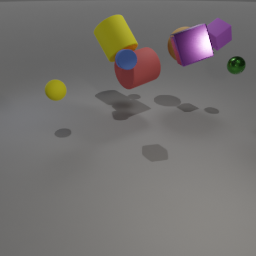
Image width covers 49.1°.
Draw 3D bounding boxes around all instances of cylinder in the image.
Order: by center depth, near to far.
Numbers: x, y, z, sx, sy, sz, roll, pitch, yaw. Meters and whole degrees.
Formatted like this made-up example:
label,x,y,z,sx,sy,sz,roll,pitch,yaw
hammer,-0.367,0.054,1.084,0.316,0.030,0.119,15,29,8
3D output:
label,x,y,z,sx,sy,sz,roll,pitch,yaw
cylinder,-0.073,-2.477,10.114,0.700,0.700,0.700,-5,16,-9
cylinder,0.382,-2.457,11.518,1.400,1.400,1.400,-25,37,-28
cylinder,-0.508,-3.733,11.754,1.400,1.400,1.400,-29,-1,0

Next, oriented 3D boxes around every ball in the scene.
label,x,y,z,sx,sy,sz,roll,pitch,yaw
ball,-2.396,-1.250,9.282,0.700,0.700,0.700,0,28,0
ball,4.233,-2.452,10.963,0.700,0.700,0.700,0,28,0
ball,2.330,-3.421,11.523,1.400,1.400,1.400,0,28,0

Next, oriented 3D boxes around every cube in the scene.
label,x,y,z,sx,sy,sz,roll,pitch,yaw
cube,1.392,-1.834,6.199,0.700,0.700,0.700,-19,17,6
cube,3.249,-3.397,10.157,0.700,0.700,0.700,-37,54,-2
